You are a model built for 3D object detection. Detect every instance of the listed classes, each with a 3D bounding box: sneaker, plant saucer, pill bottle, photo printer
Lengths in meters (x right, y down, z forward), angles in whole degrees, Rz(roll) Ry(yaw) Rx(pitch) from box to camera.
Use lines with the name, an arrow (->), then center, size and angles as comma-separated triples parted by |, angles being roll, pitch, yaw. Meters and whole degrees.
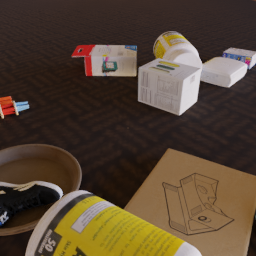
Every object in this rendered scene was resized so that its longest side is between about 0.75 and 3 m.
sneaker -> -2.184, 1.577, 5.592 | 1.622, 0.593, 0.907 | -2, 35, 11
plant saucer -> -2.418, 1.302, 6.307 | 2.743, 0.404, 2.743 | 0, 32, 0
pill bottle -> 0.085, 2.133, 3.944 | 2.841, 1.581, 1.581 | 19, 38, 26
pill bottle -> 2.054, -2.965, 11.801 | 1.560, 1.560, 2.730 | -3, 33, -5
photo printer -> 4.006, -2.423, 11.789 | 1.564, 0.653, 1.880 | 26, 41, 35

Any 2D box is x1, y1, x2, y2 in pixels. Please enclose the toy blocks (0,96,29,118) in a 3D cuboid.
toy blocks -> -4.098, -0.760, 9.387 | 1.366, 0.496, 1.139 | -15, 37, -22

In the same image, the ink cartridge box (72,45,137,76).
ink cartridge box -> -0.983, -3.027, 12.474 | 2.737, 0.920, 1.590 | 1, 33, 2

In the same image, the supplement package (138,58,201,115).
supplement package -> 1.415, -1.493, 9.772 | 1.720, 1.296, 1.305 | 23, 39, 31

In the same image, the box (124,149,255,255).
box -> 1.385, 1.623, 5.896 | 2.365, 0.308, 2.893 | 17, 36, 24

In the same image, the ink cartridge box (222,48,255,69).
ink cartridge box -> 5.141, -3.334, 13.221 | 1.595, 0.609, 1.088 | 22, 36, 29
